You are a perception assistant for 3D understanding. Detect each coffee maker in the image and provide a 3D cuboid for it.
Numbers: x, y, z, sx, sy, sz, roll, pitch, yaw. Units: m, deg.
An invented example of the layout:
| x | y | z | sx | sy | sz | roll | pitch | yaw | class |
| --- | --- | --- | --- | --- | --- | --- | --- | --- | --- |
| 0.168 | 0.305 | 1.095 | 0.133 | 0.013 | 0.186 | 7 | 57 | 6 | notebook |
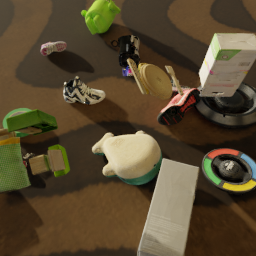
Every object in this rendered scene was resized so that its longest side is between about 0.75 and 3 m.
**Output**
| x | y | z | sx | sy | sz | roll | pitch | yaw | class |
| --- | --- | --- | --- | --- | --- | --- | --- | --- | --- |
| -0.124 | -3.772 | 13.913 | 1.452 | 1.018 | 1.512 | -13 | 48 | 18 | coffee maker |

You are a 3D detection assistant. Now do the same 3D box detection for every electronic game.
| x | y | z | sx | sy | sz | roll | pitch | yaw | class |
| --- | --- | --- | --- | --- | --- | --- | --- | --- | --- |
| 4.296 | -1.133 | 11.927 | 2.975 | 0.619 | 2.975 | -2 | 47 | 2 | electronic game |
| 3.624 | 1.472 | 9.879 | 1.999 | 0.416 | 1.999 | -1 | 43 | 1 | electronic game |

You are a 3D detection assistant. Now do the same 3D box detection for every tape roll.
| x | y | z | sx | sy | sz | roll | pitch | yaw | class |
| --- | --- | --- | --- | --- | --- | --- | --- | --- | --- |
| -4.383 | -0.228 | 11.434 | 1.316 | 0.316 | 1.316 | 0 | 51 | 0 | tape roll |

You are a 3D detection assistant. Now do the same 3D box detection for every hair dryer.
| x | y | z | sx | sy | sz | roll | pitch | yaw | class |
| --- | --- | --- | --- | --- | --- | --- | --- | --- | --- |
| -3.994 | 1.242 | 10.387 | 0.753 | 0.268 | 0.988 | 14 | 46 | 31 | hair dryer |

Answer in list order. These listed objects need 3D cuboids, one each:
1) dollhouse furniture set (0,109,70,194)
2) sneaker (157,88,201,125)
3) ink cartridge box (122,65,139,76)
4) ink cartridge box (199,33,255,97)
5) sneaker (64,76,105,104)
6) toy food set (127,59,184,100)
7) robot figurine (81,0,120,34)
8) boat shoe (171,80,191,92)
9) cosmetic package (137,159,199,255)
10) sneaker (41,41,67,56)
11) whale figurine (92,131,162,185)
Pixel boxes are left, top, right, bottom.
| x | y | z | sx | sy | sz | roll | pitch | yaw | class |
| --- | --- | --- | --- | --- | --- | --- | --- | --- | --- |
| -3.220 | 0.799 | 7.593 | 2.726 | 1.368 | 1.786 | -16 | 84 | 5 | dollhouse furniture set |
| 2.054 | -0.865 | 11.775 | 2.183 | 0.805 | 0.947 | -37 | 21 | -11 | sneaker |
| 0.338 | -2.780 | 13.513 | 1.200 | 0.222 | 0.568 | -4 | 52 | -1 | ink cartridge box |
| 3.375 | -2.107 | 9.790 | 1.386 | 2.367 | 0.797 | 0 | 58 | -4 | ink cartridge box |
| -1.909 | -1.675 | 12.017 | 1.808 | 1.177 | 0.722 | 5 | 53 | 3 | sneaker |
| 0.918 | -1.608 | 9.764 | 2.264 | 0.454 | 1.563 | -3 | 64 | -43 | toy food set |
| -1.465 | -6.208 | 15.428 | 2.089 | 1.378 | 2.381 | -3 | 48 | 31 | robot figurine |
| 2.022 | -1.946 | 12.541 | 1.595 | 0.589 | 0.545 | 10 | 95 | 17 | boat shoe |
| 1.236 | 2.588 | 8.446 | 1.323 | 1.567 | 2.933 | 12 | 51 | 9 | cosmetic package |
| -3.872 | -4.216 | 14.449 | 1.356 | 0.546 | 0.600 | -20 | 47 | -14 | sneaker |
| -0.029 | 1.042 | 10.011 | 2.746 | 1.425 | 2.184 | 16 | 53 | 42 | whale figurine |
